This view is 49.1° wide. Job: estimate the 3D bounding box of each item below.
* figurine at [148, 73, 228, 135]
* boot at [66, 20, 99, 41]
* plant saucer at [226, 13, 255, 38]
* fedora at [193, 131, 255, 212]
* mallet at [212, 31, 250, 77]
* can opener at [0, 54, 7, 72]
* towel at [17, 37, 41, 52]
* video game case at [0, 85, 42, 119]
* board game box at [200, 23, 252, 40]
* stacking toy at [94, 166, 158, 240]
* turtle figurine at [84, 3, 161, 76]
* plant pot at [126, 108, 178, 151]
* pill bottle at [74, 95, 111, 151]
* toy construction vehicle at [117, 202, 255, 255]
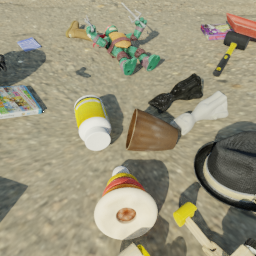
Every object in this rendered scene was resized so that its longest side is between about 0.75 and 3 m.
[{"bbox_3d":[1.648,-0.615,7.774,1.637,0.722,1.678,-27,49,-16],"label":"figurine"},{"bbox_3d":[-1.801,-3.992,11.581,1.251,0.414,1.095,10,57,13],"label":"boot"},{"bbox_3d":[4.776,-3.894,10.941,1.823,0.334,1.819,15,35,-3],"label":"plant saucer"},{"bbox_3d":[2.580,0.696,5.997,2.220,1.014,2.220,0,42,0],"label":"fedora"},{"bbox_3d":[3.740,-2.615,10.065,0.911,0.570,2.767,18,51,14],"label":"mallet"},{"bbox_3d":[-2.716,-1.330,5.924,0.251,0.312,0.793,-14,34,-20],"label":"can opener"},{"bbox_3d":[-3.894,-3.290,11.011,0.667,0.110,0.922,-26,49,-25],"label":"towel"},{"bbox_3d":[-3.633,-0.703,7.748,2.024,0.180,1.449,-12,41,-35],"label":"video game case"},{"bbox_3d":[4.106,-4.069,11.763,1.851,0.299,1.111,-4,47,-5],"label":"board game box"},{"bbox_3d":[-0.085,1.291,5.586,1.139,1.139,1.558,-3,24,-4],"label":"stacking toy"},{"bbox_3d":[-0.225,-3.078,9.823,2.147,1.444,2.868,-27,62,-12],"label":"turtle figurine"},{"bbox_3d":[0.597,0.152,6.735,1.100,1.028,1.028,13,42,-7],"label":"plant pot"},{"bbox_3d":[-0.881,-0.134,7.055,0.803,0.803,1.428,-10,42,-11],"label":"pill bottle"},{"bbox_3d":[1.109,2.659,4.092,2.378,0.962,2.732,-37,50,-19],"label":"toy construction vehicle"}]
